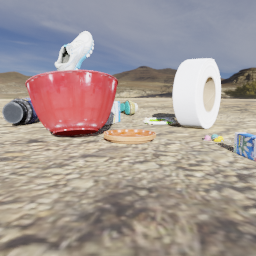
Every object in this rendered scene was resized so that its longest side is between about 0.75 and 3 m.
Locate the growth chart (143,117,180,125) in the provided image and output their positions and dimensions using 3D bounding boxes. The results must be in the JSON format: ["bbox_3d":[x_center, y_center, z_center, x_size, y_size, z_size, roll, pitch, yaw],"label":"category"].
[{"bbox_3d":[1.502,-0.324,13.288,1.636,0.200,2.260,-1,7,1],"label":"growth chart"}]

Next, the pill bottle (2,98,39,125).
[{"bbox_3d":[-4.756,-0.760,12.719,1.197,1.197,2.141,0,7,3],"label":"pill bottle"}]

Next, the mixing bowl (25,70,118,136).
[{"bbox_3d":[-1.718,-0.637,9.077,2.978,1.613,2.978,-5,-7,-1],"label":"mixing bowl"}]

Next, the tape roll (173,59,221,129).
[{"bbox_3d":[2.884,-1.400,11.435,0.989,2.827,2.827,6,10,36],"label":"tape roll"}]

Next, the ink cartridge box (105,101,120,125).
[{"bbox_3d":[-1.077,-0.729,13.099,1.030,1.012,1.399,3,8,19],"label":"ink cartridge box"}]

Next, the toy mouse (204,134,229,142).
[{"bbox_3d":[2.658,0.298,8.814,0.834,0.161,0.741,-2,8,-15],"label":"toy mouse"}]

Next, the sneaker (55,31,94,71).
[{"bbox_3d":[-2.332,-3.352,12.147,0.966,2.577,1.117,15,-23,20],"label":"sneaker"}]

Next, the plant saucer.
[{"bbox_3d":[0.056,0.263,8.738,1.630,0.263,1.630,1,9,0],"label":"plant saucer"}]

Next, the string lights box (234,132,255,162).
[{"bbox_3d":[2.879,0.432,6.549,0.295,0.513,0.999,-1,8,-9],"label":"string lights box"}]

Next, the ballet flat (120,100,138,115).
[{"bbox_3d":[0.118,-1.300,17.748,0.963,0.963,2.725,-2,6,-16],"label":"ballet flat"}]
